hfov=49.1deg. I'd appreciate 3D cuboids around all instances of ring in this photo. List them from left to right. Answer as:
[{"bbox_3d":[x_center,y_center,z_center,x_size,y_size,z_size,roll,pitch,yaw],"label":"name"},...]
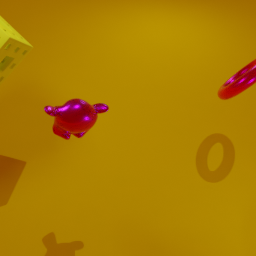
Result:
[{"bbox_3d":[2.991,-1.298,7.133,1.637,1.637,0.327,-41,91,-29],"label":"ring"}]

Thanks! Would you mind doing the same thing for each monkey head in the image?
[{"bbox_3d":[-0.980,-0.264,4.936,1.202,0.724,0.865,-7,50,-38],"label":"monkey head"}]

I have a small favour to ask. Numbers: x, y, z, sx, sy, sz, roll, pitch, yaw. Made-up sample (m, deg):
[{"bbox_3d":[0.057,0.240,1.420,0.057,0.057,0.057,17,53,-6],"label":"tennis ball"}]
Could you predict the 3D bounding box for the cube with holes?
[{"bbox_3d":[-3.145,-1.819,6.069,1.253,1.253,1.253,44,96,-4],"label":"cube with holes"}]
